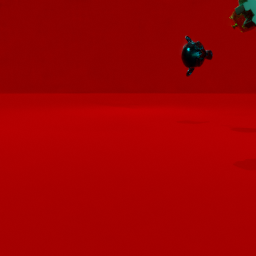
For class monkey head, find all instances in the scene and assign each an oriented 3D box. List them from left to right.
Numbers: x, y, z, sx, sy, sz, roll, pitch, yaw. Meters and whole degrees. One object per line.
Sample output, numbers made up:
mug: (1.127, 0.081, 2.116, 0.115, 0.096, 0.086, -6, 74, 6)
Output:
monkey head: (2.327, -2.474, 9.563, 0.997, 1.386, 0.835, -7, 8, -36)

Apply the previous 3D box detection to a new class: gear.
gear: (2.356, -2.216, 4.789, 1.145, 1.145, 0.212, -2, 2, -16)

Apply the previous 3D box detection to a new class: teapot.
teapot: (3.333, -3.160, 8.192, 0.632, 0.802, 1.290, -37, 31, 24)
